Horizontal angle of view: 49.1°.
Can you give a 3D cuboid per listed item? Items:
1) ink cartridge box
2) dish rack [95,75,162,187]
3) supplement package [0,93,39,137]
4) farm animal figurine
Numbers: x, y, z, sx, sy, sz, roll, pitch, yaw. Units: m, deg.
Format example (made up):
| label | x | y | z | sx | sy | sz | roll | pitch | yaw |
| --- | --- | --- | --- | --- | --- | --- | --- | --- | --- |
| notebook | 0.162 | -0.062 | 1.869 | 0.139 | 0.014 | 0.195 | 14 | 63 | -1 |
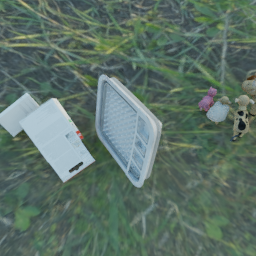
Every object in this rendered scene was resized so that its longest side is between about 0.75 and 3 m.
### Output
| label | x | y | z | sx | sy | sz | roll | pitch | yaw |
| --- | --- | --- | --- | --- | --- | --- | --- | --- | --- |
| ink cartridge box | -1.843 | 0.320 | 7.518 | 1.088 | 0.503 | 1.998 | -35 | 94 | 2 |
| dish rack | -0.021 | 0.002 | 6.989 | 0.536 | 2.113 | 2.462 | -18 | 46 | -28 |
| supplement package | -3.044 | -0.390 | 7.907 | 1.087 | 0.635 | 0.637 | -42 | 27 | -12 |
| farm animal figurine | 3.295 | -0.728 | 7.849 | 2.241 | 1.127 | 1.810 | -17 | 57 | -5 |
